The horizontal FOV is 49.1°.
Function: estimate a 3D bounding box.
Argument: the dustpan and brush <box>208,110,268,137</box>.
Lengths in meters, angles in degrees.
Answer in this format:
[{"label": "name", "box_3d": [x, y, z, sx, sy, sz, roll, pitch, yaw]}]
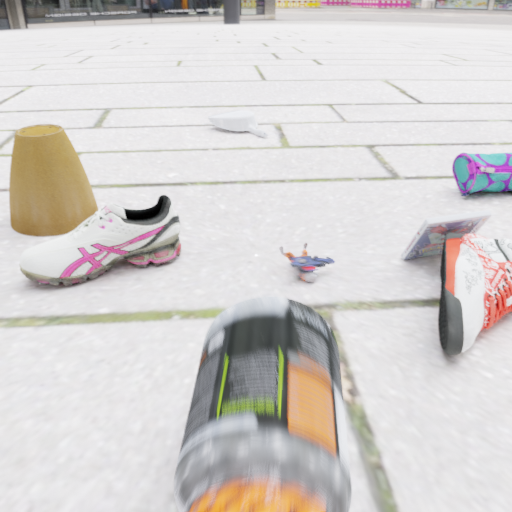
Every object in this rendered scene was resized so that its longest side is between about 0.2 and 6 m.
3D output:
[{"label": "dustpan and brush", "box_3d": [-0.348, -4.120, 17.590, 1.472, 0.604, 2.110, -22, 28, -35]}]

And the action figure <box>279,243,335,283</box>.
[{"label": "action figure", "box_3d": [0.884, 0.141, 9.721, 0.880, 0.460, 0.851, 2, 40, -23]}]

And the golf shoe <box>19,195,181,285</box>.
[{"label": "golf shoe", "box_3d": [-2.683, -0.349, 9.679, 2.779, 1.280, 1.009, -15, 35, -23]}]

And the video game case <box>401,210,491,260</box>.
[{"label": "video game case", "box_3d": [3.339, -0.352, 9.914, 1.270, 1.158, 0.146, -8, 60, -15]}]

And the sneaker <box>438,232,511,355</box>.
[{"label": "sneaker", "box_3d": [3.615, 0.484, 8.377, 1.623, 1.011, 3.028, 6, 26, 17]}]

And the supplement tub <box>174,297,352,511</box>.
[{"label": "supplement tub", "box_3d": [0.092, 1.704, 5.443, 1.569, 1.569, 2.560, 2, 32, 4]}]

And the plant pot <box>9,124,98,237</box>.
[{"label": "plant pot", "box_3d": [-4.232, -1.615, 11.364, 1.788, 1.919, 1.788, 0, 29, 0]}]

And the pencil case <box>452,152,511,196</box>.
[{"label": "pencil case", "box_3d": [5.776, -1.937, 12.892, 2.312, 0.984, 1.068, -5, 3, -7]}]
